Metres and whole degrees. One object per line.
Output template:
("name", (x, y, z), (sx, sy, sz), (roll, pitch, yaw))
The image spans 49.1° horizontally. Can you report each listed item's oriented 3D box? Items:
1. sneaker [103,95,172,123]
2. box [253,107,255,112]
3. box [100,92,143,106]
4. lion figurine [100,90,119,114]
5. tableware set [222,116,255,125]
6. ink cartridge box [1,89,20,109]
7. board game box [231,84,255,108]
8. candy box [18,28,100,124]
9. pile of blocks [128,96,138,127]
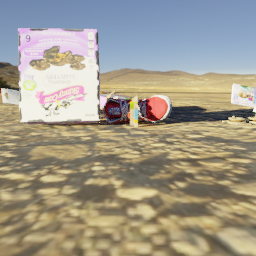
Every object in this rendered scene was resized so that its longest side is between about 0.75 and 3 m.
("sneaker", (0.169, -0.612, 9.316), (1.424, 0.902, 2.533), (-2, -1, -38))
("box", (5.175, -0.815, 10.359), (0.805, 0.711, 0.389), (17, 1, -17))
("box", (-0.523, -1.148, 12.604), (2.878, 0.563, 1.969), (15, 15, 30))
("lion figurine", (-0.757, -1.023, 11.230), (0.711, 0.421, 1.161), (-25, 28, 25))
("tableware set", (4.049, -0.314, 9.570), (1.377, 0.276, 0.910), (-2, 9, -12))
("ink cartridge box", (-3.395, -0.795, 9.724), (1.892, 0.476, 1.031), (7, 31, -32))
("board game box", (4.152, -1.162, 9.970), (0.857, 0.177, 0.859), (11, 53, 10))
("candy box", (-2.063, -1.541, 8.714), (2.360, 2.814, 1.007), (-2, -3, -7))
("pile of blocks", (0.150, -0.523, 8.737), (0.316, 1.016, 0.417), (0, -21, 0))
